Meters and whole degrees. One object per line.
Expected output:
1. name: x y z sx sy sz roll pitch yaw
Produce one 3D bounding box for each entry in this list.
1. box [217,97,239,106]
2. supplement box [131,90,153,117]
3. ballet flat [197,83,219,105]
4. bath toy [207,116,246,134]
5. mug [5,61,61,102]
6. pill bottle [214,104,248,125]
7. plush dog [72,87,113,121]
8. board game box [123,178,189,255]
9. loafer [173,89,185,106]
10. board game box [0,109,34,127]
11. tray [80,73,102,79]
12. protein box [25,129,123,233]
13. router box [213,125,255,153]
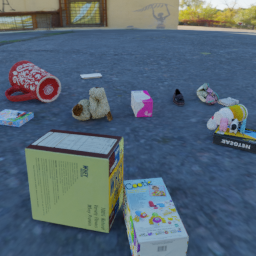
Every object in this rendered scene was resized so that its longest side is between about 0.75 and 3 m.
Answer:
1. box: 5.122 -1.338 14.308 0.837 0.172 0.652 -13 28 -27
2. supplement box: 0.631 -1.171 13.211 0.791 0.808 1.563 -2 24 -6
3. ballet flat: 4.103 -1.808 14.784 0.805 0.782 2.262 -18 24 9
4. bath toy: 3.663 -0.165 10.466 1.360 0.503 0.591 7 25 18
5. mug: -5.020 -2.168 14.911 2.641 2.344 1.762 26 -1 36
6. pill bottle: 4.333 -0.535 11.901 1.354 0.752 0.752 -13 28 -26
7. plush dog: -1.648 -0.821 12.265 1.628 1.521 1.896 -18 -2 -5
8. board game box: 0.494 2.062 6.129 0.993 0.975 1.894 -3 26 -8
9. loafer: 2.593 -1.599 14.488 0.551 0.483 1.534 0 25 -1
10. board game box: -5.095 -0.448 12.302 1.466 0.268 1.109 6 26 14
11. tray: -2.487 -3.492 18.901 1.367 0.152 0.734 -8 26 -17
12. protein box: -1.190 1.200 6.781 1.930 1.916 1.302 6 21 12
13. router box: 4.104 0.350 10.437 1.594 0.407 1.189 13 28 26
